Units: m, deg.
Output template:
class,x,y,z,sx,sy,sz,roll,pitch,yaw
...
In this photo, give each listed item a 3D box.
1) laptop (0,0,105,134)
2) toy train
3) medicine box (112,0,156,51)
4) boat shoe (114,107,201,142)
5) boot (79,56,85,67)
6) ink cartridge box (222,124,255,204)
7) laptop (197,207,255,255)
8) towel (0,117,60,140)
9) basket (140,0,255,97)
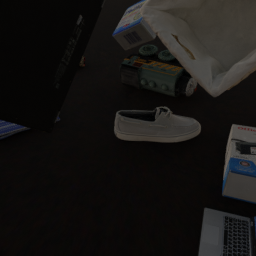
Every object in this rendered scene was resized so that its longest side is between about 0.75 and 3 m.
class,x,y,z,sx,sy,sz,roll,pitch,yaw
laptop,-1.464,-1.341,4.181,1.523,2.461,2.628,20,-3,20
toy train,1.131,-1.886,9.615,2.935,1.251,1.672,21,51,26
medicine box,0.396,-3.454,9.200,1.323,0.748,1.453,-7,52,46
boat shoe,0.773,-0.169,7.234,2.253,0.772,0.811,2,33,4
boot,-2.232,-2.866,11.697,0.876,0.426,1.163,-2,37,-1
ink cartridge box,2.735,0.731,5.886,1.264,0.736,1.748,11,35,16
laptop,1.875,1.653,4.442,1.342,0.777,1.256,10,34,15
towel,-3.458,-0.529,8.321,1.898,0.313,2.622,-21,40,-32
basket,2.181,-2.432,5.997,2.542,2.565,2.063,52,28,11
